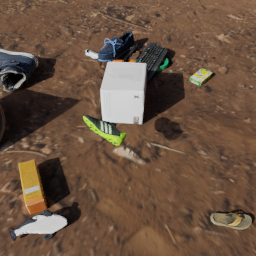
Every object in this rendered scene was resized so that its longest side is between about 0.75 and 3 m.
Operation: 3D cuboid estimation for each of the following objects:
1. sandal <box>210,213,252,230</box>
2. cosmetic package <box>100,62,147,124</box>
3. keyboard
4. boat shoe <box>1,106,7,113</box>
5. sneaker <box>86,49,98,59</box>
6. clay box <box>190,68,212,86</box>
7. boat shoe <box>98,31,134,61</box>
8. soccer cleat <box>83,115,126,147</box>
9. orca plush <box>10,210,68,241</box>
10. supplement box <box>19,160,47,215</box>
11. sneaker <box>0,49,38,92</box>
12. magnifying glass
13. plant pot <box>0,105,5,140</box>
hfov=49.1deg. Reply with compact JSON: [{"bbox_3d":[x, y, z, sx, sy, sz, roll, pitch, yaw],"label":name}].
[{"bbox_3d":[2.841,2.492,7.661,1.109,0.300,0.446,5,45,5],"label":"sandal"},{"bbox_3d":[-0.115,-1.354,10.634,1.549,1.548,1.877,4,44,4],"label":"cosmetic package"},{"bbox_3d":[0.608,-3.179,13.044,1.776,0.288,2.796,19,53,16],"label":"keyboard"},{"bbox_3d":[-5.192,-0.824,10.961,0.940,0.347,0.355,20,48,19],"label":"boat shoe"},{"bbox_3d":[-1.725,-3.649,13.827,0.894,0.324,0.321,23,48,19],"label":"sneaker"},{"bbox_3d":[3.278,-2.289,12.508,0.579,0.240,1.009,33,54,29],"label":"clay box"},{"bbox_3d":[-0.645,-4.088,13.751,1.096,0.894,2.605,17,42,23],"label":"boat shoe"},{"bbox_3d":[-0.651,-0.013,7.841,1.311,0.443,0.531,35,65,5],"label":"soccer cleat"},{"bbox_3d":[-2.377,2.634,7.542,1.444,0.513,0.760,-24,94,-17],"label":"orca plush"},{"bbox_3d":[-2.831,1.702,8.297,0.547,0.529,1.589,-18,48,-17],"label":"supplement box"},{"bbox_3d":[-5.596,-2.531,12.141,2.873,1.092,2.076,1,42,0],"label":"sneaker"},{"bbox_3d":[0.600,-3.083,13.315,2.630,0.295,1.047,0,47,-2],"label":"magnifying glass"},{"bbox_3d":[-5.875,-0.375,9.213,2.503,2.528,2.528,23,49,33],"label":"plant pot"}]
